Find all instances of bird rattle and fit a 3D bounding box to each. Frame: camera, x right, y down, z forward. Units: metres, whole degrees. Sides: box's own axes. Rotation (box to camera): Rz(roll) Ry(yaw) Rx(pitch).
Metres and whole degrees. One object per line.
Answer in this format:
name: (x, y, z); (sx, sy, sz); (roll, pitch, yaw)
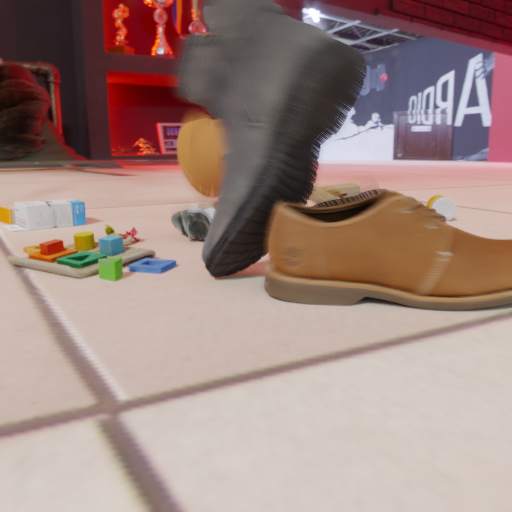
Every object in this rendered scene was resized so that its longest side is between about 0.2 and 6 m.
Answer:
bird rattle: (-2.420, -0.298, 10.037); (0.674, 0.380, 0.549); (11, 21, -13)

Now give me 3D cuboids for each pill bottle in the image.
pill bottle: (4.294, -1.137, 13.103); (0.551, 0.551, 0.993); (1, 12, 5)

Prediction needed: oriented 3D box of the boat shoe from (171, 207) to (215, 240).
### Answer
boat shoe: (-1.095, -0.530, 10.315); (0.614, 0.624, 1.732); (-20, 16, -22)

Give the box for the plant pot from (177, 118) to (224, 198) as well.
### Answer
plant pot: (-0.676, -2.201, 11.870); (1.187, 1.696, 1.696); (-13, 3, 35)

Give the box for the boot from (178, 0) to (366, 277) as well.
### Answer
boot: (-0.238, -1.628, 7.399); (2.288, 3.475, 1.213); (43, 27, 27)

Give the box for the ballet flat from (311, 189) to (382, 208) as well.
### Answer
ballet flat: (1.431, -0.681, 9.754); (1.907, 0.542, 0.634); (-15, -17, 21)

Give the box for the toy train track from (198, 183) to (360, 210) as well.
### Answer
toy train track: (0.594, -1.180, 13.452); (3.923, 0.638, 2.250); (-9, 21, -13)

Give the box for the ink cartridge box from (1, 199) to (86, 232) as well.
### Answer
ink cartridge box: (-4.585, -0.895, 12.047); (1.571, 0.524, 0.910); (-9, 15, -37)

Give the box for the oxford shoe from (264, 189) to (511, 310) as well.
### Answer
oxford shoe: (1.912, -0.128, 6.586); (3.599, 1.283, 1.284); (1, 15, -1)

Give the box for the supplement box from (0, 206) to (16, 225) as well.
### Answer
supplement box: (-5.199, -0.957, 12.694); (1.005, 0.369, 0.633); (-11, 17, -44)

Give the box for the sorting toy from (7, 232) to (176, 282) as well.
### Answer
sorting toy: (-2.639, -0.084, 8.521); (2.963, 0.404, 1.669); (7, 14, 32)
